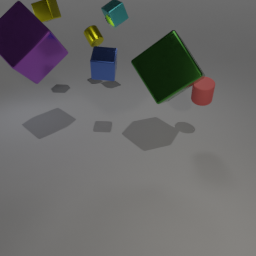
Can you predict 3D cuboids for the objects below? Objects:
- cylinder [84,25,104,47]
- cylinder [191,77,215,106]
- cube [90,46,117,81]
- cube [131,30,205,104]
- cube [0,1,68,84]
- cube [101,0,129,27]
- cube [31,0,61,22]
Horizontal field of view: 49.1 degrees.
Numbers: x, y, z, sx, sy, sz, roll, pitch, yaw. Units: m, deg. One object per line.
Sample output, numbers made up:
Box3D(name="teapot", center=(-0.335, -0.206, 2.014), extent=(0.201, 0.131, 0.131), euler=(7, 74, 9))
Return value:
Box3D(name="cylinder", center=(-1.563, -4.180, 12.771), extent=(0.700, 0.700, 0.700), euler=(-25, 81, -34))
Box3D(name="cylinder", center=(2.461, -1.210, 9.217), extent=(0.700, 0.700, 0.700), euler=(-3, 47, 3))
Box3D(name="cube", center=(-0.700, -1.891, 8.247), extent=(0.700, 0.700, 0.700), euler=(5, 52, 1))
Box3D(name="cube", center=(1.174, -1.652, 7.895), extent=(1.400, 1.400, 1.400), euler=(-33, -2, 19))
Box3D(name="cube", center=(-2.865, -2.389, 8.053), extent=(1.400, 1.400, 1.400), euler=(-45, 77, 0))
Box3D(name="cube", center=(-0.526, -4.610, 11.231), extent=(0.700, 0.700, 0.700), euler=(-38, 48, -7))
Box3D(name="cube", center=(-3.064, -4.422, 10.549), extent=(0.700, 0.700, 0.700), euler=(-7, 23, 20))
